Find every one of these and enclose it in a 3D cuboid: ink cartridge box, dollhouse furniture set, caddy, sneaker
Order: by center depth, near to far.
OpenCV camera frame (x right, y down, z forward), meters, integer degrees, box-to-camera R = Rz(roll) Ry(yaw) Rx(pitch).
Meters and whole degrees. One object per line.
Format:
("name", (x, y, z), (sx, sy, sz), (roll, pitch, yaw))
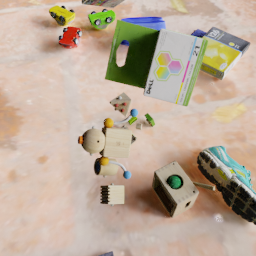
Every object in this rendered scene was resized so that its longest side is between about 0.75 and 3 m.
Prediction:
("ink cartridge box", (0.553, -1.514, 6.462), (2.069, 1.529, 0.784), (14, 18, 0))
("sneaker", (2.903, 1.387, 7.337), (0.981, 0.955, 2.463), (-19, 56, -24))
("dollhouse furniture set", (0.203, 0.097, 8.678), (1.330, 0.514, 0.665), (-41, 70, -4))
("ink cartridge box", (3.157, -3.051, 10.779), (2.278, 0.535, 2.251), (33, 61, 20))
("caddy", (0.568, -3.640, 10.886), (2.050, 1.076, 1.449), (-2, 31, -1))

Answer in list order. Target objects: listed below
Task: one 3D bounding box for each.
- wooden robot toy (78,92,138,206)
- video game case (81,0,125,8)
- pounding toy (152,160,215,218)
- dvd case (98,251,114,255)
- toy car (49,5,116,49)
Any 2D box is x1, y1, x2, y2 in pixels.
("wooden robot toy", (-0.475, 0.319, 4.805), (0.902, 0.876, 1.988), (5, 92, -31))
("video game case", (-0.725, -4.298, 9.243), (1.240, 0.156, 1.361), (-6, 7, -29))
("pounding toy", (1.316, 1.496, 6.991), (0.907, 1.275, 1.174), (-24, 58, -17))
("dvd case", (-1.041, 3.667, 6.119), (1.843, 0.147, 1.371), (-14, 56, -10))
("toy car", (-1.759, -4.280, 11.596), (2.619, 0.621, 2.783), (-16, 56, -12))
